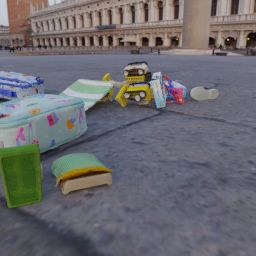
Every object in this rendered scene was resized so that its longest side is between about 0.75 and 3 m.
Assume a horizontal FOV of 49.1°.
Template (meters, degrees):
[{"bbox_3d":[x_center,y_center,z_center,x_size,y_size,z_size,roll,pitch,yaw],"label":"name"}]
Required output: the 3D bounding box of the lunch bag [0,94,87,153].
[{"bbox_3d":[-2.781,-0.172,7.583,2.361,1.135,2.944,12,21,32],"label":"lunch bag"}]

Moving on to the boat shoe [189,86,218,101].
[{"bbox_3d":[3.411,-1.600,12.944,1.689,0.638,0.509,3,15,-32],"label":"boat shoe"}]

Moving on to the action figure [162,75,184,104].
[{"bbox_3d":[1.782,-1.647,12.427,0.907,0.598,1.832,-7,43,-29],"label":"action figure"}]

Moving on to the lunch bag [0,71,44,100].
[{"bbox_3d":[-5.305,-1.928,12.895,2.705,1.022,2.168,10,18,9],"label":"lunch bag"}]

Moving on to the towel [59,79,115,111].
[{"bbox_3d":[-1.959,-1.297,11.275,2.008,0.308,2.633,10,37,30],"label":"towel"}]

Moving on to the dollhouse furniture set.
[{"bbox_3d":[-1.383,0.585,5.448,2.005,1.006,1.313,-8,19,-23],"label":"dollhouse furniture set"}]

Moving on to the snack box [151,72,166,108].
[{"bbox_3d":[1.339,-1.680,12.044,0.370,1.157,1.992,-11,18,13],"label":"snack box"}]

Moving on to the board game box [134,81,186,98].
[{"bbox_3d":[1.432,-1.928,14.026,2.497,0.504,1.911,-2,18,-5],"label":"board game box"}]

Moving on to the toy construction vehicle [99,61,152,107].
[{"bbox_3d":[-0.148,-1.793,12.496,2.991,1.053,2.604,-2,41,25],"label":"toy construction vehicle"}]
